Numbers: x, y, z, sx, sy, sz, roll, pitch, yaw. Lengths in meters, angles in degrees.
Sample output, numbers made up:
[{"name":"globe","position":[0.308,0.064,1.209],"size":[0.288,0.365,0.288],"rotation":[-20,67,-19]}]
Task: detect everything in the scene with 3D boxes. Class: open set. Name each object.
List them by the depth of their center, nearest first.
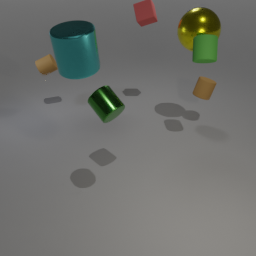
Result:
[{"name":"cylinder","position":[-0.830,-1.249,4.470],"size":[0.700,0.700,0.700],"rotation":[-3,41,2]},{"name":"cylinder","position":[-0.549,-0.600,7.119],"size":[0.700,0.700,0.700],"rotation":[-29,76,-41]},{"name":"cylinder","position":[2.257,-2.301,8.206],"size":[0.700,0.700,0.700],"rotation":[1,4,0]},{"name":"ball","position":[2.335,-3.221,9.234],"size":[1.400,1.400,1.400],"rotation":[0,29,0]},{"name":"cylinder","position":[2.928,-1.528,10.741],"size":[0.700,0.700,0.700],"rotation":[15,25,-7]},{"name":"cube","position":[0.682,-4.441,10.822],"size":[0.700,0.700,0.700],"rotation":[-12,1,17]},{"name":"cylinder","position":[-3.407,-2.639,11.772],"size":[0.700,0.700,0.700],"rotation":[-26,30,3]}]
